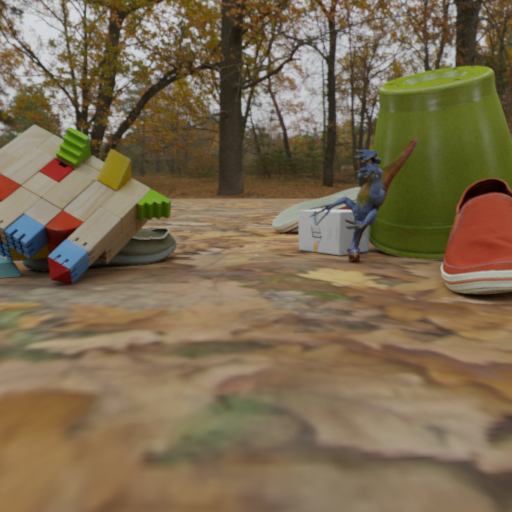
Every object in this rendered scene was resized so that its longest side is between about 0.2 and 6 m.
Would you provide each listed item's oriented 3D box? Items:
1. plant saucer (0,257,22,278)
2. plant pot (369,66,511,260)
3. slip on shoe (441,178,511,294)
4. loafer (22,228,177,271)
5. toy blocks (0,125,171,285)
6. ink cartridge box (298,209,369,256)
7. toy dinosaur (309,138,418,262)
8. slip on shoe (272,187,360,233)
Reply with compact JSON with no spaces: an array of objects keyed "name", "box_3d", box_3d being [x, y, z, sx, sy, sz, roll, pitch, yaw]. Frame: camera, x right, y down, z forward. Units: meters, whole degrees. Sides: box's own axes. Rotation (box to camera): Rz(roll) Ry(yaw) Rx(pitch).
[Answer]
[{"name":"plant saucer","box_3d":[-4.474,0.236,7.271,2.535,0.240,0.886,-6,9,-36]},{"name":"plant pot","box_3d":[3.272,-1.787,9.931,2.873,2.766,2.873,-10,23,4]},{"name":"slip on shoe","box_3d":[2.970,-0.292,7.211,1.143,0.944,3.086,-6,18,25]},{"name":"loafer","box_3d":[-2.338,-0.294,8.757,2.513,0.875,0.945,-7,10,-43]},{"name":"toy blocks","box_3d":[-2.828,-0.629,7.665,2.710,1.354,1.852,29,53,10]},{"name":"ink cartridge box","box_3d":[1.429,-0.459,10.407,0.800,0.786,1.087,-6,9,-37]},{"name":"toy dinosaur","box_3d":[1.815,-0.727,8.779,1.850,1.679,0.971,-15,40,-2]},{"name":"slip on shoe","box_3d":[1.880,-1.042,14.790,3.057,0.935,1.132,-17,20,-21]}]
